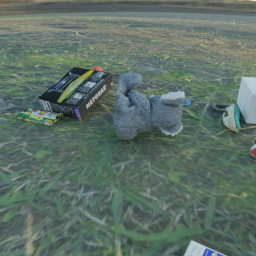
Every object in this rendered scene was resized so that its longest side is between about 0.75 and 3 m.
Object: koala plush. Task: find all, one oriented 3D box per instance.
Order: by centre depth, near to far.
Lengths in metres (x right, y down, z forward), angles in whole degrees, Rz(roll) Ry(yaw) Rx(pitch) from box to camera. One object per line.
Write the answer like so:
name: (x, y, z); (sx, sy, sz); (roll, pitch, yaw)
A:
koala plush: (0.871, -0.614, 10.869); (2.649, 2.349, 2.434); (4, 41, 6)

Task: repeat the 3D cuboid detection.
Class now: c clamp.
c clamp: (4.639, -0.895, 13.242); (1.371, 0.186, 1.171); (13, 32, 22)

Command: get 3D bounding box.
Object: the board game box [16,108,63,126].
board game box: (-3.951, -0.517, 12.555); (1.828, 0.214, 0.958); (11, 33, 18)

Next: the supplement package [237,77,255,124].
supplement package: (5.952, -1.285, 12.692); (1.383, 1.400, 2.309); (4, 29, 8)

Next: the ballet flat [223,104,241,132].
ballet flat: (4.408, -0.356, 11.972); (0.682, 0.738, 2.188); (-18, 16, 27)

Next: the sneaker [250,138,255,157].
sneaker: (4.799, 0.661, 10.105); (1.640, 0.638, 0.674); (-14, 26, -41)

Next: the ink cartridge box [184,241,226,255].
ink cartridge box: (2.063, 3.146, 5.807); (1.945, 0.361, 0.921); (14, 31, 28)

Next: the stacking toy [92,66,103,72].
stacking toy: (-2.344, -2.729, 15.716); (2.120, 0.989, 2.341); (-2, 29, -3)

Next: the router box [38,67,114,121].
router box: (-2.427, -1.768, 13.504); (2.334, 0.775, 2.969); (15, 47, 25)

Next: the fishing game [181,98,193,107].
fishing game: (2.826, -1.330, 14.080); (0.932, 0.145, 0.667); (-24, 39, -36)

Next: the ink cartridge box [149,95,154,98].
ink cartridge box: (1.447, -0.834, 12.532); (0.298, 0.761, 1.607); (-13, 31, -22)
